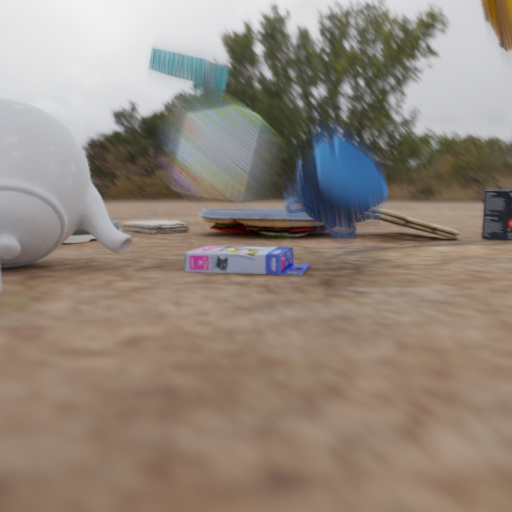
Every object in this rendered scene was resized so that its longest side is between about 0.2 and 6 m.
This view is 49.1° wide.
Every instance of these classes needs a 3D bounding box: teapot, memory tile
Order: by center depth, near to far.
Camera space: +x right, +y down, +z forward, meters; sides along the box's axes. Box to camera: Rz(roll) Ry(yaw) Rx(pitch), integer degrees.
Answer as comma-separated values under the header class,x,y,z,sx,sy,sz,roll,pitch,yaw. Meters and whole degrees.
class,x,y,z,sx,sy,sz,roll,pitch,yaw
teapot,-3.007,-0.626,6.536,2.229,1.628,2.200,-26,-39,7
memory tile,2.787,-0.753,11.327,1.847,0.202,2.410,14,6,-18

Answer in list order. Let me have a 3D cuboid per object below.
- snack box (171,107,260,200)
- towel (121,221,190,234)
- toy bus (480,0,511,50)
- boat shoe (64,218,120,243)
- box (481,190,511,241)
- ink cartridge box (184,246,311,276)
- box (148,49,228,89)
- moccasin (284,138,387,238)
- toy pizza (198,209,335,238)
class,x,y,z,sx,sy,sz,roll,pitch,yaw
snack box,-0.668,-1.550,8.569,0.468,1.257,1.767,14,1,-31
towel,-2.294,-0.669,12.751,0.997,0.259,1.505,-5,8,-44
toy bus,2.716,-2.626,6.165,0.273,0.227,0.698,-10,-44,48
boat shoe,-3.257,-0.675,10.705,0.866,0.735,2.378,1,7,12
box,4.923,-0.797,10.828,1.049,0.955,0.546,-5,8,-32
ink cartridge box,-0.074,0.046,6.634,1.351,0.284,0.806,3,8,14
box,-0.976,-2.654,7.930,1.148,0.282,0.472,25,16,35
moccasin,1.024,-0.765,6.967,1.098,0.931,2.730,38,20,4
toy pizza,0.405,-0.724,12.108,3.296,0.522,3.296,1,6,0
